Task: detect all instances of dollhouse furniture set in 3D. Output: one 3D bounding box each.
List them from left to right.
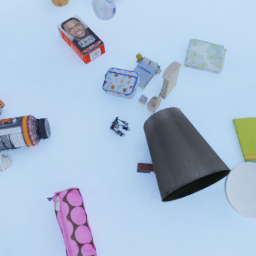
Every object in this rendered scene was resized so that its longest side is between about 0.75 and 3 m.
[{"bbox_3d":[0.776,-2.160,11.585,2.151,1.404,2.031,33,69,15],"label":"dollhouse furniture set"}]

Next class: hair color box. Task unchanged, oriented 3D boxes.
[{"bbox_3d":[-2.156,-4.095,12.902,1.150,0.694,2.267,-36,69,-15],"label":"hair color box"}]

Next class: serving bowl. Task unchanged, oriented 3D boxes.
[{"bbox_3d":[4.196,2.168,9.840,1.878,0.618,1.878,2,77,-7],"label":"serving bowl"}]

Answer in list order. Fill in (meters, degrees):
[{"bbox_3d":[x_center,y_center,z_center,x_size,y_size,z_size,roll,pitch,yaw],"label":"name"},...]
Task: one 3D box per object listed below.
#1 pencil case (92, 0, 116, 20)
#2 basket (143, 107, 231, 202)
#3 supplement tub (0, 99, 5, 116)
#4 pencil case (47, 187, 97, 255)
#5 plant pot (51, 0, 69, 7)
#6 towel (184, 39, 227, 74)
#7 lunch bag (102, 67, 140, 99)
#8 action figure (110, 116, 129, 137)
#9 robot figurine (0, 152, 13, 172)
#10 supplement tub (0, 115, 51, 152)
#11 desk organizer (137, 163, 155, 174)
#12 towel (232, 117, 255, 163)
[{"bbox_3d":[-0.966,-4.774,10.892,0.841,0.918,2.024,4,26,-12],"label":"pencil case"},{"bbox_3d":[1.796,0.807,9.942,2.532,1.910,2.808,-21,62,-3],"label":"basket"},{"bbox_3d":[-5.731,-0.508,10.981,1.063,1.063,1.735,27,67,12],"label":"supplement tub"},{"bbox_3d":[-1.814,3.209,9.150,1.104,1.140,2.433,-24,66,1],"label":"pencil case"},{"bbox_3d":[-3.458,-6.740,14.066,1.264,0.885,1.264,0,64,1],"label":"plant pot"},{"bbox_3d":[3.501,-3.244,12.651,1.740,0.419,1.490,14,64,7],"label":"towel"},{"bbox_3d":[-0.311,-1.922,11.720,1.517,0.573,1.215,16,80,19],"label":"lunch bag"},{"bbox_3d":[-0.327,-0.020,11.025,0.671,0.576,1.129,-54,32,6],"label":"action figure"},{"bbox_3d":[-4.951,1.322,10.281,1.286,0.726,1.091,-12,26,-5],"label":"robot figurine"},{"bbox_3d":[-4.148,0.175,10.573,2.288,1.224,1.224,-9,65,-5],"label":"supplement tub"},{"bbox_3d":[0.719,1.502,10.454,0.778,0.279,0.300,4,61,1],"label":"desk organizer"},{"bbox_3d":[4.877,0.723,10.886,1.075,0.225,2.497,-4,64,-5],"label":"towel"}]
